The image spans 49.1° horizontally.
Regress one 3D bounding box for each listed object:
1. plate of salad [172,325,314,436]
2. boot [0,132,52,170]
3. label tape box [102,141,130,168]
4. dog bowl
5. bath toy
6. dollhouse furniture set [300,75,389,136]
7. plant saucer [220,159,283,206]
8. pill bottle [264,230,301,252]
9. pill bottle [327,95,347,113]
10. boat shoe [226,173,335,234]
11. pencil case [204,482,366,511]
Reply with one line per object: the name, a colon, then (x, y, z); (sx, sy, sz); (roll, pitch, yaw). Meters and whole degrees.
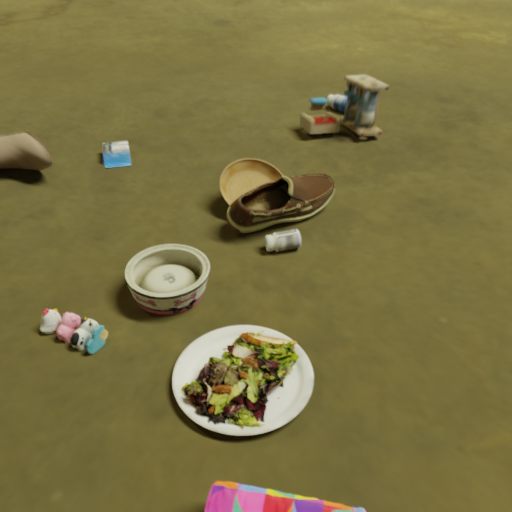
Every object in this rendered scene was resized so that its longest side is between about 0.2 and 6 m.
plate of salad: (-0.192, 1.684, 8.214); (2.086, 0.501, 2.086); (1, 38, 0)
boot: (-6.188, -2.283, 13.029); (1.900, 0.913, 2.598); (-26, 33, -37)
label tape box: (-3.468, -2.524, 13.916); (0.631, 0.291, 0.881); (-8, 37, -11)
dog bowl: (-1.533, 0.433, 9.820); (1.487, 0.548, 1.487); (1, 37, 0)
bath toy: (-2.969, 1.133, 8.991); (1.194, 0.441, 0.519); (16, 40, 21)
dollhouse furniture set: (2.287, -3.913, 14.715); (1.855, 1.308, 1.300); (-8, 31, -16)
plant saucer: (-0.060, -1.418, 12.100); (1.516, 0.268, 1.516); (6, 62, -11)
pill bottle: (0.515, -0.287, 10.890); (0.653, 0.372, 0.372); (-9, 38, -10)
pill bottle: (2.453, -4.444, 16.319); (0.770, 0.432, 0.432); (26, 45, 31)
boat shoe: (0.641, -1.196, 11.445); (2.552, 0.944, 0.942); (-25, 71, -24)
pencil case: (0.335, 3.047, 6.198); (1.882, 0.832, 0.832); (6, 38, 11)
